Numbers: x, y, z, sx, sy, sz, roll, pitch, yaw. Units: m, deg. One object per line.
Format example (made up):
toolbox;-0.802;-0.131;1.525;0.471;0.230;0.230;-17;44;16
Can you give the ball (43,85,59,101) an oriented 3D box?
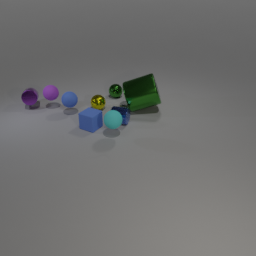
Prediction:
ball;-3.479;-1.589;12.633;0.700;0.700;0.700;0;29;0

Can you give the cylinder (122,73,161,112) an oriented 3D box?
cylinder;0.627;-1.558;12.437;1.400;1.400;1.400;-16;28;10

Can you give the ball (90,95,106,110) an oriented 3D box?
ball;-1.369;-1.182;12.834;0.700;0.700;0.700;0;29;0

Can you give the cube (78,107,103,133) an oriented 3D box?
cube;-1.503;-0.332;11.342;0.700;0.700;0.700;16;33;26

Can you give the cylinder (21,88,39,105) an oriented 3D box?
cylinder;-4.512;-1.462;12.920;0.700;0.700;0.700;-7;19;-11

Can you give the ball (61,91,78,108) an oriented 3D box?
ball;-2.534;-1.233;12.157;0.700;0.700;0.700;0;29;0

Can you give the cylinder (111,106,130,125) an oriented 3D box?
cylinder;-0.326;-0.528;11.684;0.700;0.700;0.700;8;30;15

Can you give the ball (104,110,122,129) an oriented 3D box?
ball;-0.559;-0.312;10.414;0.700;0.700;0.700;0;29;0

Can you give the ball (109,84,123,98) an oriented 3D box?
ball;-0.622;-1.870;14.092;0.700;0.700;0.700;0;29;0
